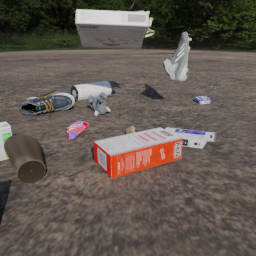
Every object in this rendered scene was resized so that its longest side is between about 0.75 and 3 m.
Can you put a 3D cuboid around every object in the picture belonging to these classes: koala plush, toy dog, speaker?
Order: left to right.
[{"bbox_3d":[-2.005,-2.069,15.578,2.172,0.882,0.882,-16,25,-35],"label":"speaker"},{"bbox_3d":[-1.281,-0.980,12.983,0.894,0.926,1.008,-18,45,-17],"label":"koala plush"},{"bbox_3d":[0.553,-4.596,12.285,1.199,1.237,0.863,-25,-36,34],"label":"toy dog"}]

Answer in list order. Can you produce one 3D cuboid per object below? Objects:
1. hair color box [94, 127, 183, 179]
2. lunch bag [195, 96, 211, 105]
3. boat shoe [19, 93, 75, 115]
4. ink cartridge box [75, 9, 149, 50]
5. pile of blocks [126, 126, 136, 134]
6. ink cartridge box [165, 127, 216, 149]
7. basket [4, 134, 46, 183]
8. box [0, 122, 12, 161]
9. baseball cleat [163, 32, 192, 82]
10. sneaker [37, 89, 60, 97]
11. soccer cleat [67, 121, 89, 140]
[{"bbox_3d":[0.313,0.664,8.339,2.398,0.734,1.217,-12,23,-27],"label":"hair color box"},{"bbox_3d":[3.937,-1.470,14.798,0.658,0.310,0.821,-6,20,-11],"label":"lunch bag"},{"bbox_3d":[-3.724,-1.024,12.924,2.411,0.853,1.094,-6,20,5],"label":"boat shoe"},{"bbox_3d":[-0.610,-3.697,10.693,2.533,0.566,2.232,1,-4,-4],"label":"ink cartridge box"},{"bbox_3d":[0.169,0.323,10.031,0.315,0.416,1.014,38,18,-24],"label":"pile of blocks"},{"bbox_3d":[2.120,0.350,9.774,1.805,0.354,0.898,6,21,20],"label":"ink cartridge box"},{"bbox_3d":[-2.737,0.865,7.631,1.140,0.860,1.264,39,2,-39],"label":"basket"},{"bbox_3d":[-4.134,0.464,8.417,1.202,1.060,0.581,-14,24,-34],"label":"box"},{"bbox_3d":[2.232,-3.305,12.852,1.229,2.309,0.805,3,-6,1],"label":"baseball cleat"},{"bbox_3d":[-4.123,-1.249,13.843,1.928,0.728,0.679,-17,28,18],"label":"sneaker"},{"bbox_3d":[-1.854,0.048,10.401,0.542,0.472,1.416,-8,15,6],"label":"soccer cleat"}]
